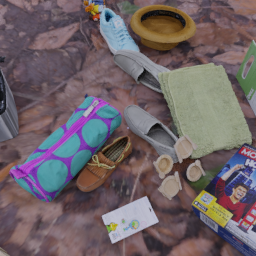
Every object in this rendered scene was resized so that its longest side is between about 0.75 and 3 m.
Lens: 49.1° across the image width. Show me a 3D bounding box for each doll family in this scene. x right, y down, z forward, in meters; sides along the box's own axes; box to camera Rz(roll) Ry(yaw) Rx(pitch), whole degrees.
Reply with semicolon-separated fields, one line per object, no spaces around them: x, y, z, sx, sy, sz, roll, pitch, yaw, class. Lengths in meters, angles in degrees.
-1.331;-4.865;11.159;0.832;0.604;1.340;-6;56;-4;doll family

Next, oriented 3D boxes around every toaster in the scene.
-4.216;-0.647;7.806;2.267;1.345;2.050;-18;57;-12;toaster

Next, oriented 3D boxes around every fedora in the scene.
1.200;-3.442;9.974;2.332;0.951;2.332;3;54;-4;fedora

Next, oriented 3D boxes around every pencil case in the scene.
-1.474;0.434;7.054;1.246;1.354;2.929;29;61;21;pencil case

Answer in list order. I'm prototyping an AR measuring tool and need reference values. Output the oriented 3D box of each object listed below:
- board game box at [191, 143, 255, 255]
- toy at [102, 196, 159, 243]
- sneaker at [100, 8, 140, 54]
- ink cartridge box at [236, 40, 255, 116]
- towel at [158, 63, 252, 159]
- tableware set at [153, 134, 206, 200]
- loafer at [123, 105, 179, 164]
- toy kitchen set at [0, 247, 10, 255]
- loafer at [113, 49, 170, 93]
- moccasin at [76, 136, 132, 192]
3.496;1.698;6.213;2.923;0.902;2.925;-41;50;-20;board game box
0.045;2.146;6.540;1.150;0.272;0.662;-20;60;-13;toy
-0.382;-3.368;9.901;0.884;0.980;2.393;-29;60;-17;sneaker
4.204;-0.976;7.920;0.875;1.532;2.952;-7;56;-5;ink cartridge box
2.176;-0.604;8.050;2.112;0.519;2.847;-11;67;-11;towel
1.251;0.976;6.907;1.479;1.235;0.172;-34;20;-19;tableware set
0.680;0.029;7.689;0.767;0.765;2.193;-36;63;-22;loafer
-3.232;3.130;4.769;2.273;2.055;2.519;26;59;17;toy kitchen set
0.432;-1.827;8.961;2.275;0.795;0.794;29;53;18;loafer
-0.571;0.878;7.140;1.835;0.708;0.671;-37;63;-22;moccasin
